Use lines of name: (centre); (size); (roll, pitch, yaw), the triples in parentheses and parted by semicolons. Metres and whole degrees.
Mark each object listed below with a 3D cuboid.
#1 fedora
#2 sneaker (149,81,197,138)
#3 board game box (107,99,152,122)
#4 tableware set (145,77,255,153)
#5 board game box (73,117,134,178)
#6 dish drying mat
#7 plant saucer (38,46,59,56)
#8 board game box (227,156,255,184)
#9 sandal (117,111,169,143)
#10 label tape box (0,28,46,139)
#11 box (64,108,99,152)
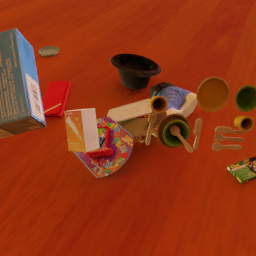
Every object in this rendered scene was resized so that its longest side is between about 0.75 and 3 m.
fedora: (0.254, -2.382, 12.190); (2.376, 1.085, 2.376); (8, 31, -5)
sneaker: (1.253, -0.791, 10.355); (1.657, 1.143, 2.978); (31, 45, 23)
board game box: (0.058, -0.543, 10.155); (1.646, 0.213, 1.646); (-15, 20, 7)
tableware set: (1.783, -0.305, 6.600); (2.711, 1.826, 0.416); (5, 13, -11)
board game box: (-0.889, 0.455, 8.911); (1.717, 0.423, 2.173); (-46, 53, -6)
dish drying mat: (-3.031, -1.258, 11.657); (0.973, 0.231, 2.535); (-2, 41, 0)
plant saucer: (-4.257, -4.117, 15.088); (1.087, 0.149, 1.087); (1, 40, -1)
board game box: (3.858, 1.266, 8.766); (1.326, 0.156, 0.695); (-15, 45, -17)
sandal: (0.389, 0.163, 9.433); (2.766, 0.910, 1.014); (-11, 43, 43)
label tape box: (-3.557, -0.751, 6.323); (2.948, 0.933, 2.126); (-14, 76, 2)
box: (-1.095, 0.045, 6.647); (0.605, 0.973, 0.474); (-2, 7, 39)
